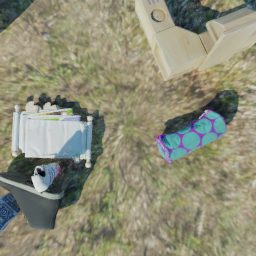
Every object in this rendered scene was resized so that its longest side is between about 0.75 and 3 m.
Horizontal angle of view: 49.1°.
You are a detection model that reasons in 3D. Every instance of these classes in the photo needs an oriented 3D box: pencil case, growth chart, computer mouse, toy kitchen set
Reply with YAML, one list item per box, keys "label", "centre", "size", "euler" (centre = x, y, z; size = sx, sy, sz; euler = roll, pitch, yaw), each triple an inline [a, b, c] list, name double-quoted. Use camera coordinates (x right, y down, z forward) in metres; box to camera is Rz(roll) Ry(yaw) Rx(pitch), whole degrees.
- label: "pencil case"
  centre: [1.723, 0.206, 7.786]
  size: [1.870, 0.796, 0.864]
  euler: [-28, 96, -4]
- label: "growth chart"
  centre: [-2.120, 0.128, 7.895]
  size: [2.377, 0.211, 1.720]
  euler: [7, 75, -2]
- label: "computer mouse"
  centre: [-3.516, 2.510, 7.351]
  size: [1.033, 0.413, 1.883]
  euler: [46, 45, -5]
- label: "toy kitchen set"
  centre: [1.967, -3.131, 7.437]
  size: [2.837, 2.315, 2.560]
  euler: [-22, 83, -3]

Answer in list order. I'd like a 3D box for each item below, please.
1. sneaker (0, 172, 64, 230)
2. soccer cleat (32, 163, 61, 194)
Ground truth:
- label: "sneaker"
  centre: [-2.782, 1.921, 7.462]
  size: [2.112, 0.790, 1.122]
  euler: [15, 96, 21]
- label: "soccer cleat"
  centre: [-2.094, 1.115, 7.213]
  size: [0.476, 1.364, 0.589]
  euler: [-23, 108, 5]
